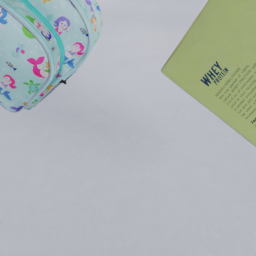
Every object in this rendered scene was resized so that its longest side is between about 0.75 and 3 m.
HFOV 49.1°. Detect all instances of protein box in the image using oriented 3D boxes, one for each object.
[{"bbox_3d":[2.338,-1.169,4.212,2.459,2.441,1.659,40,29,10],"label":"protein box"}]

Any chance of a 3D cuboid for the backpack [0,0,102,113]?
[{"bbox_3d":[-1.006,-0.944,2.773,1.416,1.257,1.066,-32,25,25],"label":"backpack"}]
